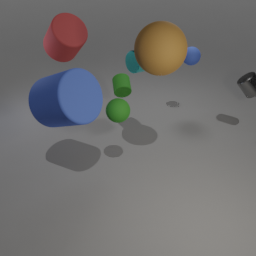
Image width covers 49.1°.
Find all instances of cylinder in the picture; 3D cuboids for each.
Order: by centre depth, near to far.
[{"bbox_3d":[-1.624,-0.745,7.324,1.400,1.400,1.400,-4,21,42],"label":"cylinder"},{"bbox_3d":[0.393,-2.121,8.832,0.700,0.700,0.700,-19,35,-36],"label":"cylinder"},{"bbox_3d":[4.462,-1.563,10.200,0.700,0.700,0.700,-38,13,11],"label":"cylinder"},{"bbox_3d":[-2.457,-3.488,10.924,1.400,1.400,1.400,-21,-1,-31],"label":"cylinder"},{"bbox_3d":[-0.245,-1.691,11.157,0.700,0.700,0.700,-4,59,-7],"label":"cylinder"}]

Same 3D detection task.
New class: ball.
[{"bbox_3d":[0.862,-2.095,7.422,1.400,1.400,1.400,0,30,0],"label":"ball"},{"bbox_3d":[-0.284,-0.498,7.977,0.700,0.700,0.700,0,30,0],"label":"ball"},{"bbox_3d":[2.438,-2.767,10.781,0.700,0.700,0.700,0,30,0],"label":"ball"}]
